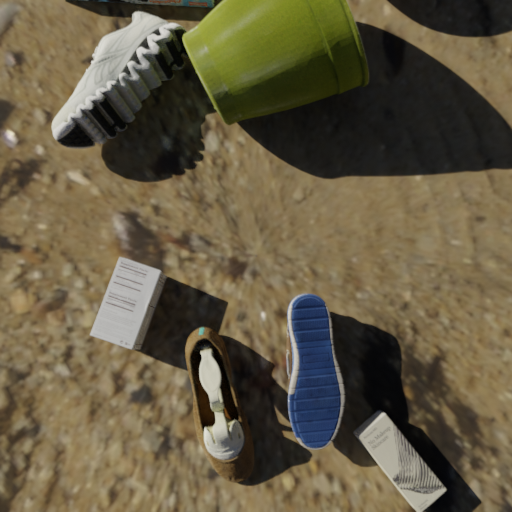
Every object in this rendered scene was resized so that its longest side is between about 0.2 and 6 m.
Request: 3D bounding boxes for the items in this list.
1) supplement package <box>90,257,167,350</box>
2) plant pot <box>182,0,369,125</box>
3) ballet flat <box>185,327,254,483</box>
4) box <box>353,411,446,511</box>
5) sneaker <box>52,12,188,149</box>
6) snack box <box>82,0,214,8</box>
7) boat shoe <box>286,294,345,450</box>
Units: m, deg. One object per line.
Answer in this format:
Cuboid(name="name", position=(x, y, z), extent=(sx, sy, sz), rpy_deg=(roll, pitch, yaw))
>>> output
Cuboid(name="supplement package", position=(-2.048, 0.784, 9.115), extent=(0.722, 0.750, 1.318), rpy_deg=(19, 80, 1))
Cuboid(name="plant pot", position=(0.192, -3.378, 9.115), extent=(2.393, 2.485, 2.485), rpy_deg=(-26, 82, 7))
Cuboid(name="ballet flat", position=(-0.601, 2.353, 8.784), extent=(0.856, 0.913, 2.523), rpy_deg=(-11, 81, -4))
Cuboid(name="box", position=(2.252, 3.229, 8.856), extent=(0.607, 0.505, 1.478), rpy_deg=(-39, 83, -6))
Cuboid(name="sneaker", position=(-2.464, -3.036, 9.657), extent=(1.179, 1.093, 2.909), rpy_deg=(39, 77, 15))
Cuboid(name="snack box", position=(-2.133, -5.475, 10.207), extent=(2.840, 0.527, 1.650), rpy_deg=(4, 81, 1))
Cuboid(name="boat shoe", position=(0.907, 1.797, 8.895), extent=(0.861, 0.862, 2.383), rpy_deg=(0, 86, -2))
